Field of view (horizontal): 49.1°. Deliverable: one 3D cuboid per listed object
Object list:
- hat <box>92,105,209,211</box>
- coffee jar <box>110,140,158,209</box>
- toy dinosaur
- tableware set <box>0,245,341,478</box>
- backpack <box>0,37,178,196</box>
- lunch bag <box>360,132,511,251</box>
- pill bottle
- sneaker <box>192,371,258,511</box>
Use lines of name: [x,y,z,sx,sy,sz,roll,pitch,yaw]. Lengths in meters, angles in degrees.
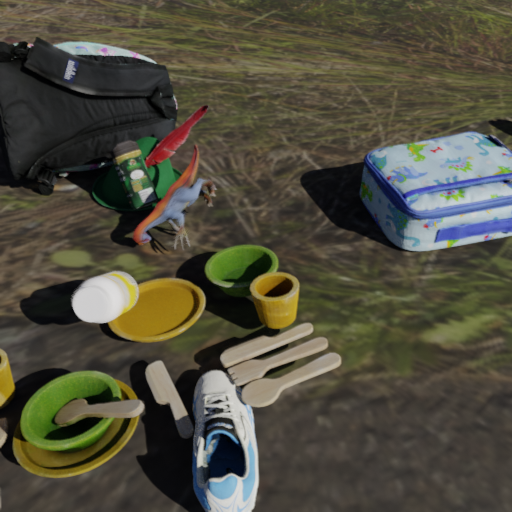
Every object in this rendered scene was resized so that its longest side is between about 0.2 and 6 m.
hat: [-2.299,-2.212,11.194,2.210,1.946,1.831,-20,45,-24]
coffee jar: [-2.337,-1.550,10.698,0.541,1.269,0.662,-22,10,-16]
toy dinosaur: [-1.546,-0.877,10.043,1.587,0.918,1.749,-19,85,-20]
tableware set: [-1.545,1.136,7.728,4.865,0.747,3.277,-19,35,-17]
backpack: [-3.592,-3.265,11.914,3.663,3.057,2.319,-15,36,-26]
lunch bag: [3.672,-1.238,10.618,2.965,1.222,2.383,-9,42,-10]
pill bottle: [-2.128,0.590,7.899,0.645,0.645,1.159,4,5,5]
sneaker: [-0.391,2.074,6.695,0.792,0.799,2.204,-6,30,-6]
